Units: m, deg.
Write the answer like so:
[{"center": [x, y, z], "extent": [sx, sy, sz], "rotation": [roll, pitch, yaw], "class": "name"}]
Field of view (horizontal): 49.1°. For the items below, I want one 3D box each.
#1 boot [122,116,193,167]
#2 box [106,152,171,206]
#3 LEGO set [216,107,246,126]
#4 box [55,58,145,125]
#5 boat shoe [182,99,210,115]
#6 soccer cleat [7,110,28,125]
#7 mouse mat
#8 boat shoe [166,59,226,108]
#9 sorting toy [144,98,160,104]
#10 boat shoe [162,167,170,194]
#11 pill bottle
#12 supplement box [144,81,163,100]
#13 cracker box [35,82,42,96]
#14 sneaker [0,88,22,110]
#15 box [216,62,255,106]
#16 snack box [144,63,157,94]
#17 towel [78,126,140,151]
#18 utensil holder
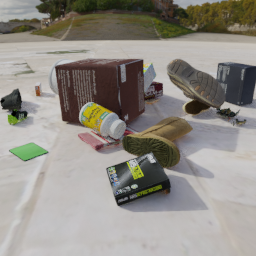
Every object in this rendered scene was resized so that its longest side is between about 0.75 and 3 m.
[{"center": [1.372, 0.280, 9.209], "extent": [2.204, 0.832, 2.516], "rotation": [20, 28, 40], "class": "boot"}, {"center": [0.211, 1.243, 7.099], "extent": [1.361, 0.335, 1.410], "rotation": [-20, 25, -4], "class": "box"}, {"center": [4.248, -0.493, 11.807], "extent": [1.068, 0.466, 1.644], "rotation": [0, 35, 5], "class": "LEGO set"}, {"center": [-1.049, -1.541, 11.414], "extent": [2.832, 2.350, 2.326], "rotation": [7, 21, 25], "class": "box"}, {"center": [3.006, -1.005, 12.653], "extent": [1.842, 0.664, 0.598], "rotation": [-17, 17, -38], "class": "boat shoe"}, {"center": [-4.562, -0.557, 11.648], "extent": [0.427, 0.512, 1.264], "rotation": [4, 22, 10], "class": "soccer cleat"}, {"center": [-3.226, 0.750, 9.078], "extent": [1.091, 0.041, 0.878], "rotation": [19, 28, 41], "class": "mouse mat"}, {"center": [2.886, -1.820, 11.986], "extent": [1.104, 1.087, 2.965], "rotation": [-39, 65, -11], "class": "boat shoe"}, {"center": [1.101, -1.399, 14.242], "extent": [0.845, 0.154, 0.782], "rotation": [12, 25, 39], "class": "sorting toy"}, {"center": [0.859, 1.374, 7.210], "extent": [0.333, 0.341, 0.903], "rotation": [-18, 26, 3], "class": "boat shoe"}, {"center": [-0.857, -0.227, 9.598], "extent": [1.538, 0.868, 0.868], "rotation": [29, 34, 29], "class": "pill bottle"}, {"center": [0.696, -2.144, 15.093], "extent": [1.264, 0.707, 2.323], "rotation": [-16, 23, -28], "class": "supplement box"}, {"center": [-4.947, -2.151, 15.475], "extent": [0.252, 0.586, 0.875], "rotation": [-4, 22, -8], "class": "cracker box"}, {"center": [-5.626, -1.387, 13.456], "extent": [0.928, 0.776, 2.044], "rotation": [-13, 22, -12], "class": "sneaker"}, {"center": [5.355, -2.238, 13.990], "extent": [0.974, 1.872, 1.704], "rotation": [-12, 25, -28], "class": "box"}, {"center": [-0.019, -2.171, 13.724], "extent": [2.109, 0.846, 2.501], "rotation": [-1, 38, 32], "class": "snack box"}, {"center": [-0.619, 0.293, 9.984], "extent": [1.950, 0.222, 1.405], "rotation": [-12, 23, -31], "class": "towel"}, {"center": [-2.528, -2.395, 14.207], "extent": [2.337, 1.986, 1.986], "rotation": [17, 28, 36], "class": "utensil holder"}]
